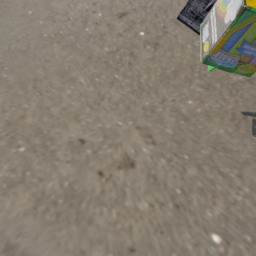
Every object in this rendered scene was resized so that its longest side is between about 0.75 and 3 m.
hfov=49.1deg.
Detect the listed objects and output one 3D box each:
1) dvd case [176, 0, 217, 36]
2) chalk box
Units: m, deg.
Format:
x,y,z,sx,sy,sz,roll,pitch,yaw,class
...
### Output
x,y,z,sx,sy,sz,roll,pitch,yaw,class
2.392,-3.378,7.591,1.347,1.811,0.145,34,21,-6,dvd case
2.716,-2.298,6.866,1.439,2.325,1.446,13,62,-10,chalk box
